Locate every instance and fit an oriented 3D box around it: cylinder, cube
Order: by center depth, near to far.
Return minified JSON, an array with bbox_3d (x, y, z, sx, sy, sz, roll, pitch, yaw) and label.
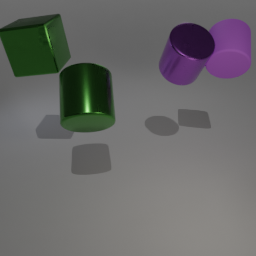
[{"bbox_3d":[-1.072,-0.745,7.325,1.400,1.400,1.400,-4,72,-6],"label":"cylinder"},{"bbox_3d":[-2.705,-2.483,8.401,1.400,1.400,1.400,-4,32,9],"label":"cube"},{"bbox_3d":[1.804,-2.289,8.816,1.400,1.400,1.400,3,66,-8],"label":"cylinder"},{"bbox_3d":[3.345,-2.619,9.346,1.400,1.400,1.400,7,63,11],"label":"cylinder"}]
